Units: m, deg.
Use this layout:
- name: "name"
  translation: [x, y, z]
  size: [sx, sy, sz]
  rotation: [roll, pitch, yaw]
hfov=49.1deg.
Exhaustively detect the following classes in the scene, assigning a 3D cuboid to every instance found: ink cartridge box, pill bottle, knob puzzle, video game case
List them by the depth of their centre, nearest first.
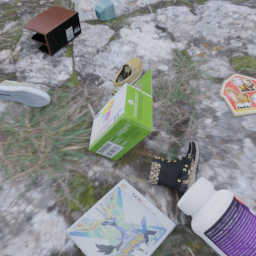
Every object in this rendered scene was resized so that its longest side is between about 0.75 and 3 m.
- name: "pill bottle"
  translation: [2.193, 2.144, 6.167]
  size: [2.166, 1.207, 1.207]
  rotation: [42, 61, 11]
- name: "video game case"
  translation: [-0.171, 2.582, 7.164]
  size: [1.909, 0.230, 2.094]
  rotation: [37, 60, 26]
- name: "ink cartridge box"
  translation: [-0.190, -0.615, 8.531]
  size: [0.984, 1.920, 2.598]
  rotation: [24, 47, -24]
- name: "knob puzzle"
  translation: [4.359, -1.358, 10.268]
  size: [2.234, 0.310, 2.234]
  rotation: [0, 51, 0]

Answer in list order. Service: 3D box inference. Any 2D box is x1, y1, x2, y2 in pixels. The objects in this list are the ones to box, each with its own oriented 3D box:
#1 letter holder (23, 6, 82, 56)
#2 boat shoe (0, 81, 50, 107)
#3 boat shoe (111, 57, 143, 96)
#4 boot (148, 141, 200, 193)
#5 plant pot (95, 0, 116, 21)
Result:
- name: "letter holder"
  translation: [-3.281, -4.295, 12.168]
  size: [1.469, 1.040, 2.067]
  rotation: [25, 55, 21]
- name: "boat shoe"
  translation: [-3.732, -1.318, 9.951]
  size: [2.209, 0.795, 0.685]
  rotation: [11, 50, 12]
- name: "boat shoe"
  translation: [0.026, -2.111, 10.538]
  size: [0.771, 0.820, 2.153]
  rotation: [16, 53, 12]
- name: "boot"
  translation: [1.363, 1.033, 8.179]
  size: [1.307, 0.635, 1.736]
  rotation: [11, 58, 8]
- name: "plant pot"
  translation: [-1.142, -5.595, 13.414]
  size: [0.775, 0.761, 0.759]
  rotation: [-36, 59, -15]
